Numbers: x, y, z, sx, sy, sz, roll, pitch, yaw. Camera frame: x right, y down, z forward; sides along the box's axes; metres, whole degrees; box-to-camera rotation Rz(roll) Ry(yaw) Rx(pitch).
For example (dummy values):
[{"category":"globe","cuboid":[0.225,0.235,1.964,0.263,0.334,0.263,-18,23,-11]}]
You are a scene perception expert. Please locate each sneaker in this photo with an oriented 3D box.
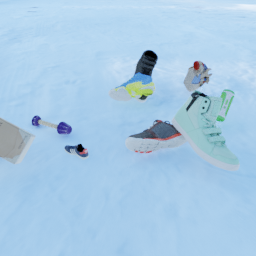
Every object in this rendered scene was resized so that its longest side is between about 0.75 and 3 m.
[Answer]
[{"category":"sneaker","cuboid":[1.919,-0.035,6.370,0.748,1.199,2.034,-2,40,-42]},{"category":"sneaker","cuboid":[0.142,-1.428,9.635,1.617,0.612,0.849,-4,55,11]},{"category":"sneaker","cuboid":[0.597,-1.943,10.016,0.713,1.001,2.018,13,61,-12]},{"category":"sneaker","cuboid":[0.684,0.164,7.134,1.785,0.688,0.731,-3,62,-29]},{"category":"sneaker","cuboid":[-1.320,0.521,7.159,0.769,0.325,0.288,16,34,26]}]

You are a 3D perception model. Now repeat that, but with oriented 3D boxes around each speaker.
[{"category":"speaker","cuboid":[2.854,-0.669,8.354,0.413,0.413,0.935,19,80,30]}]

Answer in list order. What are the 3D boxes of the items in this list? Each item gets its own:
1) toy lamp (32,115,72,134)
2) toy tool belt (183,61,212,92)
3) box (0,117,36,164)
[{"category":"toy lamp","cuboid":[-2.192,-0.081,8.075,1.324,0.385,0.385,14,33,25]},{"category":"toy tool belt","cuboid":[2.591,-1.927,10.069,0.840,1.367,0.854,-12,60,-17]},{"category":"box","cuboid":[-3.006,0.101,6.239,1.648,0.783,0.641,28,-8,-7]}]
